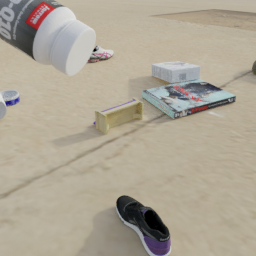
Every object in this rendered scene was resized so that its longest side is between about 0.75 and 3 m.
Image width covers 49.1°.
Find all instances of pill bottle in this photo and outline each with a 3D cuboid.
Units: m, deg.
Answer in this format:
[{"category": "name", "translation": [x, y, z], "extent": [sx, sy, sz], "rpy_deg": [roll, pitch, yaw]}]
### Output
[{"category": "pill bottle", "translation": [-1.979, -2.223, 6.104], "extent": [2.353, 1.340, 1.340], "rpy_deg": [32, 38, 6]}]

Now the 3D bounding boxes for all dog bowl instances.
[{"category": "dog bowl", "translation": [-4.637, -1.155, 10.818], "extent": [0.845, 0.333, 0.845], "rpy_deg": [0, 31, 0]}]

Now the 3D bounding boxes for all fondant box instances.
[{"category": "fondant box", "translation": [2.109, -2.567, 12.640], "extent": [1.439, 0.581, 1.995], "rpy_deg": [-11, 24, -17]}]

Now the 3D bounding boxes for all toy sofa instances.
[{"category": "toy sofa", "translation": [-0.340, -0.485, 9.355], "extent": [1.672, 0.692, 0.816], "rpy_deg": [-22, 39, -33]}]

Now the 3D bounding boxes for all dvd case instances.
[{"category": "dvd case", "translation": [2.358, -1.242, 10.977], "extent": [2.979, 0.328, 2.174], "rpy_deg": [-16, 34, -23]}]

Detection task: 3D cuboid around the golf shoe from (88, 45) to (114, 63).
[{"category": "golf shoe", "translation": [-1.478, -4.126, 15.340], "extent": [1.743, 0.802, 0.633], "rpy_deg": [-25, 38, -37]}]

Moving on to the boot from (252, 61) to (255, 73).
[{"category": "boot", "translation": [7.548, -2.877, 13.091], "extent": [2.657, 0.964, 2.416], "rpy_deg": [20, 50, 42]}]

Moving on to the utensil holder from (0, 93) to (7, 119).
[{"category": "utensil holder", "translation": [-4.748, -0.824, 9.755], "extent": [0.887, 0.887, 1.044], "rpy_deg": [-18, 38, -27]}]

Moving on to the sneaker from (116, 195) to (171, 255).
[{"category": "sneaker", "translation": [0.316, 1.742, 5.609], "extent": [0.615, 0.711, 1.623], "rpy_deg": [-19, 36, -29]}]
